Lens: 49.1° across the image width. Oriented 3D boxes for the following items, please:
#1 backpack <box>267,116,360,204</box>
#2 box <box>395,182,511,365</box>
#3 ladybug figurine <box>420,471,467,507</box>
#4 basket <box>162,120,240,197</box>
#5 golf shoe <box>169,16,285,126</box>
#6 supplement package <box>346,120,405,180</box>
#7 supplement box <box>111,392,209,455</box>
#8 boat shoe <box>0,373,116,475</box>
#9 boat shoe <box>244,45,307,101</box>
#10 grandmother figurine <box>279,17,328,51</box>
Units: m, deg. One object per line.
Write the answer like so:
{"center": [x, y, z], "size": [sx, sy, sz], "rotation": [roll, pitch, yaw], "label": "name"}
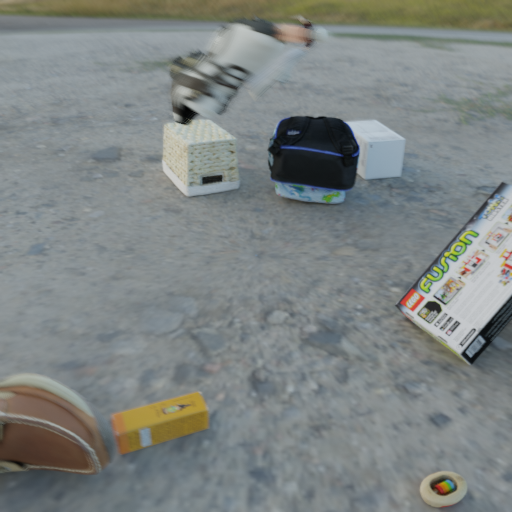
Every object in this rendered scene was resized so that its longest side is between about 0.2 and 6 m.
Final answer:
{"center": [1.369, -2.457, 14.005], "size": [2.208, 1.773, 2.413], "rotation": [6, 35, 0], "label": "backpack"}
{"center": [3.628, 0.206, 8.783], "size": [2.715, 0.471, 1.494], "rotation": [-49, 39, 2], "label": "box"}
{"center": [2.123, 2.660, 6.344], "size": [0.589, 0.212, 0.400], "rotation": [-11, 30, -19], "label": "ladybug figurine"}
{"center": [-1.524, -2.670, 14.865], "size": [1.529, 1.391, 2.255], "rotation": [-12, 30, -22], "label": "basket"}
{"center": [-0.596, -3.452, 10.951], "size": [1.238, 1.505, 3.185], "rotation": [17, -17, -36], "label": "golf shoe"}
{"center": [3.221, -3.021, 15.814], "size": [1.128, 1.086, 1.984], "rotation": [-6, 29, -11], "label": "supplement package"}
{"center": [-1.211, 2.122, 7.153], "size": [1.180, 0.406, 0.393], "rotation": [-12, 32, -18], "label": "supplement box"}
{"center": [-3.119, 2.088, 6.525], "size": [3.248, 1.230, 1.166], "rotation": [3, 31, 25], "label": "boat shoe"}
{"center": [0.531, -4.271, 13.148], "size": [1.697, 0.558, 0.611], "rotation": [-32, 8, 11], "label": "boat shoe"}
{"center": [0.810, -3.740, 9.434], "size": [0.902, 0.547, 0.273], "rotation": [22, 55, 36], "label": "grandmother figurine"}
